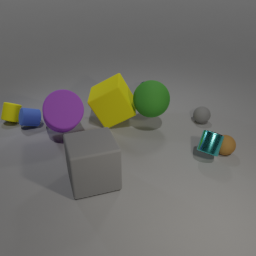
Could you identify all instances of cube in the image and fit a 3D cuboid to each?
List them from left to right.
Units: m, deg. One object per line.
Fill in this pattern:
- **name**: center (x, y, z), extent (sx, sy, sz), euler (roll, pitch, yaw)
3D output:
- **cube**: center (-1.042, 0.980, 8.172), extent (1.400, 1.400, 1.400), euler (-9, 30, -16)
- **cube**: center (-0.614, -1.093, 11.268), extent (1.400, 1.400, 1.400), euler (-25, 30, 15)

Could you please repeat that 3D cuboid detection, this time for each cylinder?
- **cylinder**: center (-4.770, -0.649, 11.459), extent (0.700, 0.700, 0.700), euler (11, 3, -1)
- **cylinder**: center (-3.903, -0.430, 11.143), extent (0.700, 0.700, 0.700), euler (4, 23, -35)
- **cylinder**: center (-2.393, -0.577, 10.242), extent (1.400, 1.400, 1.400), euler (-10, -3, -17)
- **cylinder**: center (2.695, 0.499, 9.155), extent (0.700, 0.700, 0.700), euler (19, 0, 0)

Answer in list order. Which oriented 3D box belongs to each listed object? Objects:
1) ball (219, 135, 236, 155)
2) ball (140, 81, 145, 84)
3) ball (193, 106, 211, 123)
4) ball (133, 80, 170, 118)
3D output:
- **ball**: center (3.330, 0.583, 9.599), extent (0.700, 0.700, 0.700), euler (0, 30, 0)
- **ball**: center (0.874, -1.993, 14.066), extent (0.700, 0.700, 0.700), euler (0, 30, 0)
- **ball**: center (3.050, -0.543, 11.562), extent (0.700, 0.700, 0.700), euler (0, 30, 0)
- **ball**: center (0.882, -1.097, 10.578), extent (1.400, 1.400, 1.400), euler (0, 30, 0)
